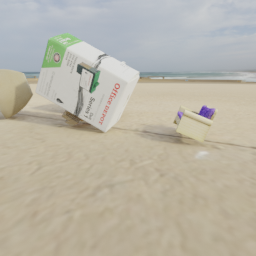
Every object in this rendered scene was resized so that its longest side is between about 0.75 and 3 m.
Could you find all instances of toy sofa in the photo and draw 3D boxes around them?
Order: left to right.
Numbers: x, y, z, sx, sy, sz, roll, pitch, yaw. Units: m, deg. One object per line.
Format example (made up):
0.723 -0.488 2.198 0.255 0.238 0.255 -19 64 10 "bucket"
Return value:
1.642 -0.270 7.089 0.711 0.838 1.716 23 10 4 "toy sofa"

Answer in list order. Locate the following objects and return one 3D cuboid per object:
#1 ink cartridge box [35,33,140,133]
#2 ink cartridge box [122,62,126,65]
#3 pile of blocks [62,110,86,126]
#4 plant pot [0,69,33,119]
-1.143 -1.257 7.838 2.408 1.759 1.015 29 32 6 "ink cartridge box"
-1.422 -1.684 11.040 1.886 1.065 2.569 -30 20 -38 "ink cartridge box"
-1.269 -0.578 9.327 2.179 0.895 0.677 -7 -5 -40 "pile of blocks"
-4.271 -1.407 10.373 1.230 1.832 1.832 -23 17 -14 "plant pot"
